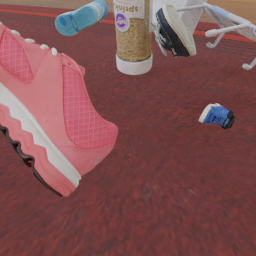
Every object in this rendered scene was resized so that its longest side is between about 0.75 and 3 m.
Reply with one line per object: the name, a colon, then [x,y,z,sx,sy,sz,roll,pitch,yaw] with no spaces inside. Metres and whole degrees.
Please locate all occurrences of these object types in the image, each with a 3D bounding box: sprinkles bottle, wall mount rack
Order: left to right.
sprinkles bottle: [0.135,-2.778,6.878,0.983,2.880,0.983,-1,41,1]
wall mount rack: [2.623,-2.803,8.001,2.556,1.097,2.942,21,22,-44]

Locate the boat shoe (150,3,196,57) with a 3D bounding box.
boat shoe: [0.997,-2.081,6.329,0.693,0.839,2.240,-14,-3,23]

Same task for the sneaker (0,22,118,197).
sneaker: [-1.023,-0.512,2.886,1.042,2.402,0.885,-36,2,-22]

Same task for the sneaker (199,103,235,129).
sneaker: [1.921,-0.213,5.882,0.577,0.398,1.038,36,27,23]

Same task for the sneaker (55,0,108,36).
sneaker: [-1.565,-3.965,10.062,2.033,0.809,1.327,-1,32,34]

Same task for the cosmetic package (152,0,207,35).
cosmetic package: [1.538,-3.901,9.183,1.380,1.673,1.379,27,9,28]
